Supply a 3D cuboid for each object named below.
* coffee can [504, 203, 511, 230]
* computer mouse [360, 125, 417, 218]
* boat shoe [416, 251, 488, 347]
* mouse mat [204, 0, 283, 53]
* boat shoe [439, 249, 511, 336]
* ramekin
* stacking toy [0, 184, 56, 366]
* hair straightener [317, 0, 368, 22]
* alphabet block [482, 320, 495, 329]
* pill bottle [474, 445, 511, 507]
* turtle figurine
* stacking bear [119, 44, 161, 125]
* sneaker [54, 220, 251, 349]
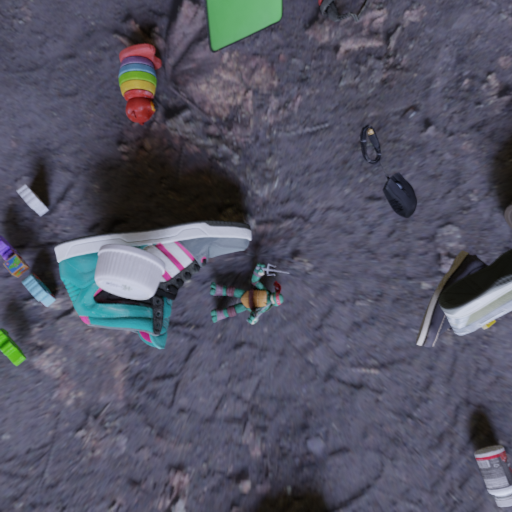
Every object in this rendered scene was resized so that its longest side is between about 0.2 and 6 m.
[{"bbox_3d":[5.645,-1.125,10.466,1.199,1.199,1.639,39,77,10],"label":"coffee can"},{"bbox_3d":[1.913,-1.178,7.949,0.456,0.265,1.556,-46,117,-18],"label":"computer mouse"},{"bbox_3d":[2.707,0.595,7.464,0.622,0.720,1.982,26,42,21],"label":"boat shoe"},{"bbox_3d":[-0.176,-4.434,9.325,0.074,1.583,1.967,27,49,30],"label":"mouse mat"},{"bbox_3d":[3.008,0.354,6.547,1.704,0.628,0.546,-29,115,6],"label":"boat shoe"},{"bbox_3d":[-1.932,0.275,8.461,1.034,1.034,0.543,11,69,3],"label":"ramekin"},{"bbox_3d":[-4.341,0.287,10.401,2.112,0.658,2.801,-39,80,-10],"label":"stacking toy"},{"bbox_3d":[1.584,-6.607,12.314,1.367,0.727,3.553,-23,75,-6],"label":"hair straightener"},{"bbox_3d":[4.232,1.205,10.309,0.206,0.210,0.205,-37,78,-10],"label":"alphabet block"},{"bbox_3d":[4.075,3.704,9.431,0.499,0.499,0.901,-15,75,-4],"label":"pill bottle"},{"bbox_3d":[-0.074,0.780,10.165,1.488,0.749,1.114,-8,59,14],"label":"turtle figurine"},{"bbox_3d":[-2.375,-3.413,11.401,0.816,0.871,1.435,-4,80,4],"label":"stacking bear"},{"bbox_3d":[-1.601,0.552,9.896,3.462,1.448,2.091,-9,87,-17],"label":"sneaker"}]
